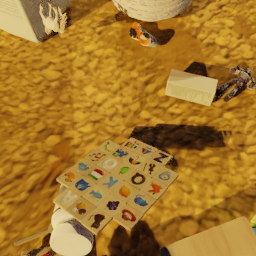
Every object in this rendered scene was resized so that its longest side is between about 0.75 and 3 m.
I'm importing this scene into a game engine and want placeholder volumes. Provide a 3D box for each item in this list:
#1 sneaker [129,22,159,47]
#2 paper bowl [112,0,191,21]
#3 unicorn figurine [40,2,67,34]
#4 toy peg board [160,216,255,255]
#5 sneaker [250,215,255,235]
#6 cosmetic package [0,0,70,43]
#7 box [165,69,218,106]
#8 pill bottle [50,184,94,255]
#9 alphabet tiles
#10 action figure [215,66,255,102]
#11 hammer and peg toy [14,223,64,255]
[{"bbox_3d":[0.533,-3.083,9.480,0.501,0.609,1.325,-53,49,24],"label":"sneaker"},{"bbox_3d":[0.808,-4.910,9.625,2.933,1.525,2.933,0,68,0],"label":"paper bowl"},{"bbox_3d":[-2.179,-3.068,8.036,0.509,0.947,1.379,-18,42,-25],"label":"unicorn figurine"},{"bbox_3d":[2.148,3.439,6.406,2.112,1.037,2.121,-24,66,7],"label":"toy peg board"},{"bbox_3d":[3.750,3.172,6.553,1.268,0.914,2.414,-45,68,-2],"label":"sneaker"},{"bbox_3d":[-3.560,-4.703,8.895,2.251,2.731,2.253,24,68,10],"label":"cosmetic package"},{"bbox_3d":[1.894,-1.214,8.417,1.416,0.672,0.550,16,58,9],"label":"box"},{"bbox_3d":[-1.152,1.885,6.514,1.087,1.087,1.868,1,36,0],"label":"pill bottle"},{"bbox_3d":[-0.251,1.143,6.439,2.243,0.085,2.696,23,44,33],"label":"alphabet tiles"},{"bbox_3d":[3.412,-1.411,8.674,1.537,0.533,1.000,-39,66,-19],"label":"action figure"},{"bbox_3d":[-1.943,3.167,6.594,1.244,0.596,1.691,-9,68,-3],"label":"hammer and peg toy"}]
